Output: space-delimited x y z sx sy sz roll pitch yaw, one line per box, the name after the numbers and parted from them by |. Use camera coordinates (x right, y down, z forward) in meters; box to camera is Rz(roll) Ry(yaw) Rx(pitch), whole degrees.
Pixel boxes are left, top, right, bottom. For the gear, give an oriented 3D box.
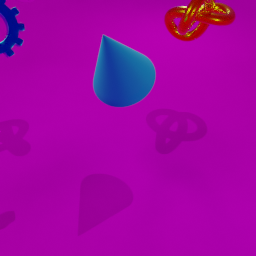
-2.402 -1.746 4.849 1.133 1.133 0.210 -28 22 -27 | gear

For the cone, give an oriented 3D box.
-0.254 -1.314 5.362 1.377 1.382 1.377 -5 66 13 | cone

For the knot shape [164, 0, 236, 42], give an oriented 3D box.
1.773 -2.936 7.578 1.876 0.867 1.755 -14 3 -38 | knot shape

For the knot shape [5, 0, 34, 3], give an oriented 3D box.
-2.727 -3.691 6.796 1.706 0.842 1.823 17 82 33 | knot shape
